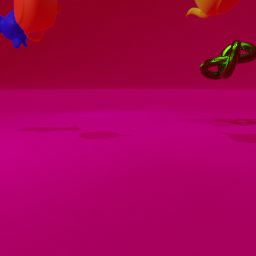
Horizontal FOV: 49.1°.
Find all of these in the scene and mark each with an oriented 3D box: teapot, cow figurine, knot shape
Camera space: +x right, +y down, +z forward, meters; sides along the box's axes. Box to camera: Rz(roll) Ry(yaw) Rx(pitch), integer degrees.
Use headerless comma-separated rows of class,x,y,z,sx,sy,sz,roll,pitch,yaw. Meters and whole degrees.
teapot,-1.903,-2.696,6.022,0.910,1.859,1.156,-3,46,-32
cow figurine,-3.485,-2.602,7.182,1.688,0.927,1.661,-19,-41,25
teapot,1.764,-2.904,5.546,1.292,1.018,2.078,-33,-18,-28
knot shape,3.305,-2.206,9.112,1.913,0.884,1.790,-33,2,17
